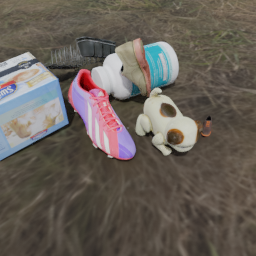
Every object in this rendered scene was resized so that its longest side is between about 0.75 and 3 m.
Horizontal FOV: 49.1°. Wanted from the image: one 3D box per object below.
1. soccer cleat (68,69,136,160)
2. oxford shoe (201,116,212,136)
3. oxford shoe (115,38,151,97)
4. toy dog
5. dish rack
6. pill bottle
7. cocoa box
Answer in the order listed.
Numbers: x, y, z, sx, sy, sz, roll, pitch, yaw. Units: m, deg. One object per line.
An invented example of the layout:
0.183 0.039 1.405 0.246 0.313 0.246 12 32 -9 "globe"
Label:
-0.712 -0.382 7.442 0.956 1.095 2.865 -12 50 -38 "soccer cleat"
2.238 -0.064 7.964 0.280 0.286 0.787 10 38 14 "oxford shoe"
0.201 -1.592 7.782 0.760 2.058 0.728 -8 54 11 "oxford shoe"
1.141 -0.093 7.086 1.177 1.635 1.687 -12 35 -25 "toy dog"
-1.662 -2.335 9.188 2.252 0.614 1.727 -7 4 33 "dish rack"
0.203 -1.806 9.061 2.642 1.464 1.464 -21 46 -23 "pill bottle"
-3.112 -0.524 7.309 2.498 1.666 1.639 -32 53 -25 "cocoa box"
